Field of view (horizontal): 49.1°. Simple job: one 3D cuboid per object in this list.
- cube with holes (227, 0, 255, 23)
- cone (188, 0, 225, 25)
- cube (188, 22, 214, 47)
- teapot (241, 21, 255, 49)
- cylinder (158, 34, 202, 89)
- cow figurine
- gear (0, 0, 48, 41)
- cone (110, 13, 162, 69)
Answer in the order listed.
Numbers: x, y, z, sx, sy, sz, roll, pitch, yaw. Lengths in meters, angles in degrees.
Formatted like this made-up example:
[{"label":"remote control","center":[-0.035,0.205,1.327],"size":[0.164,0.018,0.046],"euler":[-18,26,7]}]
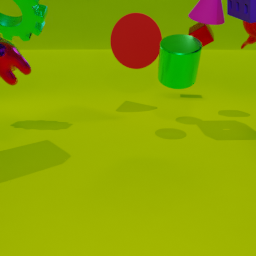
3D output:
[{"label":"cube with holes","center":[2.666,-2.798,5.102],"size":[1.312,1.312,1.312],"euler":[-9,28,5]},{"label":"cone","center":[1.864,-2.869,6.244],"size":[0.849,0.852,0.849],"euler":[5,38,-4]},{"label":"cube","center":[2.760,-3.530,10.542],"size":[0.705,0.705,0.705],"euler":[-23,30,31]},{"label":"teapot","center":[3.498,-2.866,7.353],"size":[1.092,1.757,0.860],"euler":[17,26,-7]},{"label":"cylinder","center":[1.082,-1.412,5.969],"size":[0.855,0.855,0.855],"euler":[-1,45,1]},{"label":"cow figurine","center":[-2.026,-1.228,4.257],"size":[0.610,1.093,1.111],"euler":[-41,31,-10]},{"label":"gear","center":[-2.630,-2.588,5.836],"size":[1.801,0.333,1.801],"euler":[8,-26,4]},{"label":"cone","center":[0.059,-2.780,9.104],"size":[1.617,1.617,1.623],"euler":[-5,16,-14]}]
